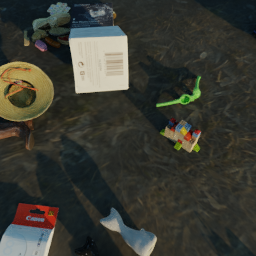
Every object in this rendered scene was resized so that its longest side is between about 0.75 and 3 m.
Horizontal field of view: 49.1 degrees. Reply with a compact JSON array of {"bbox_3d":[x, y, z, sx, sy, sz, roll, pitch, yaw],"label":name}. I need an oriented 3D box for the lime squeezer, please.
[{"bbox_3d":[2.350,-1.399,11.412,2.519,0.475,0.889,-35,63,-20],"label":"lime squeezer"}]

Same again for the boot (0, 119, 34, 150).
[{"bbox_3d":[-4.316,0.324,10.203,1.657,0.532,1.544,-9,44,-9],"label":"boot"}]

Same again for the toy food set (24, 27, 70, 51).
[{"bbox_3d":[-3.735,-4.201,13.372,2.273,0.358,1.445,-6,57,-13],"label":"toy food set"}]

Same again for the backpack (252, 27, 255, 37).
[{"bbox_3d":[7.836,-4.974,12.888,2.958,1.990,2.700,-33,62,-22],"label":"backpack"}]

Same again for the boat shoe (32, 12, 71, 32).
[{"bbox_3d":[-3.710,-5.131,13.791,1.912,0.690,0.621,-16,65,-6],"label":"boat shoe"}]

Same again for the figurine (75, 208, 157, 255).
[{"bbox_3d":[-0.355,3.410,8.083,1.763,0.778,1.807,31,61,24],"label":"figurine"}]

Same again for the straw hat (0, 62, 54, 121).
[{"bbox_3d":[-4.078,-1.226,10.871,2.519,1.066,2.519,4,68,-10],"label":"straw hat"}]

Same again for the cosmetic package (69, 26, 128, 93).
[{"bbox_3d":[-1.138,-2.704,10.767,1.982,1.994,2.383,-6,27,-7],"label":"cosmetic package"}]

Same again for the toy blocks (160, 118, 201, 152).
[{"bbox_3d":[1.920,0.178,9.995,1.534,1.049,0.767,34,63,21],"label":"toy blocks"}]

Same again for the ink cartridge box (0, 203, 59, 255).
[{"bbox_3d":[-2.969,3.122,8.424,1.368,0.404,1.709,6,58,4],"label":"ink cartridge box"}]

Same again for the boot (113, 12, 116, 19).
[{"bbox_3d":[-1.311,-5.970,14.468,1.186,0.427,0.917,-14,58,-16],"label":"boot"}]

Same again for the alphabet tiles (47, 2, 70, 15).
[{"bbox_3d":[-3.685,-6.317,14.905,1.091,0.081,1.115,13,58,9],"label":"alphabet tiles"}]

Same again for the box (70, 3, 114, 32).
[{"bbox_3d":[-1.659,-4.875,13.297,1.961,1.171,1.994,-2,55,-2],"label":"box"}]
